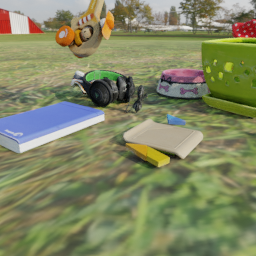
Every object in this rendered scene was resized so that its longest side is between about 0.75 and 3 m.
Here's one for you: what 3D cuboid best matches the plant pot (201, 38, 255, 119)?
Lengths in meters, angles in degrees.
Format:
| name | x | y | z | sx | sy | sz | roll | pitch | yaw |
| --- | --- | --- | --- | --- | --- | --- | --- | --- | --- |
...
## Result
| name | x | y | z | sx | sy | sz | roll | pitch | yaw |
| --- | --- | --- | --- | --- | --- | --- | --- | --- | --- |
| plant pot | 3.929 | -1.689 | 9.045 | 2.438 | 2.212 | 2.426 | -16 | 27 | -36 |

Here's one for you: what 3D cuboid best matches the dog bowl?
| name | x | y | z | sx | sy | sz | roll | pitch | yaw |
| --- | --- | --- | --- | --- | --- | --- | --- | --- | --- |
| dog bowl | 2.319 | -1.846 | 11.381 | 2.317 | 0.854 | 2.317 | 0 | 21 | 0 |

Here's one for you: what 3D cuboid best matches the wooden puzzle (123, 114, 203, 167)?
| name | x | y | z | sx | sy | sz | roll | pitch | yaw |
| --- | --- | --- | --- | --- | --- | --- | --- | --- | --- |
| wooden puzzle | 0.848 | 0.249 | 6.721 | 1.661 | 0.288 | 2.462 | 21 | 29 | 34 |

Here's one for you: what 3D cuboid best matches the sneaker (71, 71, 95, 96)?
| name | x | y | z | sx | sy | sz | roll | pitch | yaw |
| --- | --- | --- | --- | --- | --- | --- | --- | --- | --- |
| sneaker | -1.346 | -1.503 | 10.821 | 1.794 | 0.712 | 0.703 | 25 | -13 | 3 |

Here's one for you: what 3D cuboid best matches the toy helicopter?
| name | x | y | z | sx | sy | sz | roll | pitch | yaw |
| --- | --- | --- | --- | --- | --- | --- | --- | --- | --- |
| toy helicopter | -0.958 | -3.178 | 8.027 | 1.599 | 2.419 | 0.954 | 11 | -9 | 33 |

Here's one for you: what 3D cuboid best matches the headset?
| name | x | y | z | sx | sy | sz | roll | pitch | yaw |
| --- | --- | --- | --- | --- | --- | --- | --- | --- | --- |
| headset | -0.423 | -1.450 | 9.619 | 1.752 | 1.333 | 2.837 | -14 | 42 | -33 |

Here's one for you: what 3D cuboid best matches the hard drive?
| name | x | y | z | sx | sy | sz | roll | pitch | yaw |
| --- | --- | --- | --- | --- | --- | --- | --- | --- | --- |
| hard drive | -2.228 | -0.150 | 7.601 | 1.802 | 0.347 | 2.732 | 15 | 26 | 35 |

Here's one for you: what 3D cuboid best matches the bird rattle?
| name | x | y | z | sx | sy | sz | roll | pitch | yaw |
| --- | --- | --- | --- | --- | --- | --- | --- | --- | --- |
| bird rattle | 4.594 | -2.768 | 11.481 | 2.345 | 2.876 | 1.620 | -25 | 22 | 1 |
